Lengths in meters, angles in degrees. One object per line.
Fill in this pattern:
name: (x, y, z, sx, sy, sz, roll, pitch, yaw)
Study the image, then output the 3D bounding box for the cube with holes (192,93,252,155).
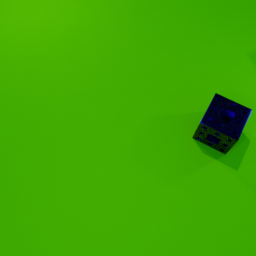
cube with holes: (2.573, -0.100, 7.775, 1.041, 1.041, 1.041, 28, 68, 12)
